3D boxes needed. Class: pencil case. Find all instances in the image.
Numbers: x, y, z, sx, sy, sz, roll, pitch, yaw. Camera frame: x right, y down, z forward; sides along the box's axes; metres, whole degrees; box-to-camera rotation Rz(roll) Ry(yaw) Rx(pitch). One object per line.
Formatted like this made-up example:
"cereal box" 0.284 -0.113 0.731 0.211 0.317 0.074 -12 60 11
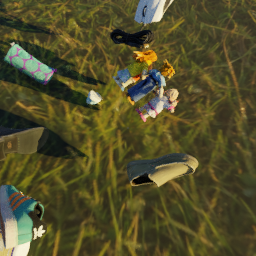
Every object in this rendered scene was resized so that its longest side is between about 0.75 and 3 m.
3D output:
"pencil case" -3.049 -1.987 8.755 1.490 0.634 0.689 34 55 -12

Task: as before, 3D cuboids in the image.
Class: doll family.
"doll family" 0.498 -1.406 7.935 1.482 1.076 2.387 -35 53 4

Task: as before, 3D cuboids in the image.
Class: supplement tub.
"supplement tub" -2.452 2.376 5.637 0.771 0.561 0.561 11 52 8

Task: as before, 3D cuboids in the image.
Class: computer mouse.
"computer mouse" 0.691 -4.085 9.514 1.644 0.658 2.999 23 80 38

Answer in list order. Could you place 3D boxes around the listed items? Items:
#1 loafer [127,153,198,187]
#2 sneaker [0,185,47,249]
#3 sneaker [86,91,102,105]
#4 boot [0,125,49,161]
"loafer" 0.743 1.001 6.272 1.681 0.639 0.567 -14 47 26
"sneaker" -2.199 1.738 5.779 0.801 0.715 2.004 -1 15 -28
"sneaker" -1.030 -0.818 8.121 0.402 0.981 0.363 -36 87 7
"boot" -3.305 0.018 7.099 1.818 0.723 2.088 31 27 28
